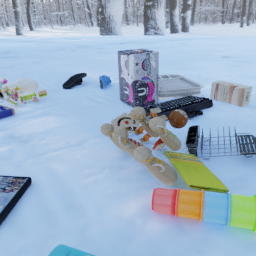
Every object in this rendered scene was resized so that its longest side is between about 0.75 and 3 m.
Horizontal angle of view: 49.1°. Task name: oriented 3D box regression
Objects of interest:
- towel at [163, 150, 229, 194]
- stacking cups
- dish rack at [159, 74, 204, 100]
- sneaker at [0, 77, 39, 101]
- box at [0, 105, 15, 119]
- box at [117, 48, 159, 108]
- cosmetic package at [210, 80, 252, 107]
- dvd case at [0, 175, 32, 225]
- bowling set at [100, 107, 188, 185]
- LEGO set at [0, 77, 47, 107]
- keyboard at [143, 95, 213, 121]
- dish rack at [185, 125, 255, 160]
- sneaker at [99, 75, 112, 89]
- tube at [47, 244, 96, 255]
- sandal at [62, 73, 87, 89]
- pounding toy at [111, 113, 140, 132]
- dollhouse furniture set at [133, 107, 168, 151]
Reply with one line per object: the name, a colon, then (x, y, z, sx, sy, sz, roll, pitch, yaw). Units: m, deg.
towel: (1.352, 0.898, 5.974, 0.821, 0.172, 1.907, 9, 13, -9)
stacking cups: (1.518, 1.348, 4.862, 2.178, 0.659, 0.659, 5, 23, 18)
dish rack: (1.838, -1.850, 12.626, 2.333, 0.592, 2.718, -6, 23, -16)
sneaker: (-4.836, -1.525, 11.773, 2.113, 0.823, 1.050, -11, 30, -3)
box: (-4.924, -0.428, 9.607, 1.033, 0.276, 1.705, 14, 28, 31)
box: (0.395, -1.970, 10.982, 1.169, 2.038, 1.347, -15, 26, -24)
cosmetic package: (4.165, -1.429, 11.393, 0.641, 0.759, 1.468, -18, 27, -37)
dvd case: (-3.113, 1.337, 5.435, 2.017, 0.177, 1.439, 2, 21, 5)
bowling set: (0.456, -0.001, 6.377, 1.670, 1.288, 2.399, -53, 38, -7)
LEGO set: (-4.132, -1.239, 11.038, 2.004, 0.922, 0.746, 15, 27, -43)
keyboard: (1.919, -0.759, 10.290, 2.931, 0.376, 1.760, -17, 28, -34)
dish rack: (2.444, 0.327, 7.258, 1.771, 0.483, 1.358, -4, 21, 19)
sneaker: (-1.114, -2.320, 13.855, 0.599, 0.504, 1.529, -3, 22, -2)
tube: (0.299, 2.089, 3.126, 2.759, 0.695, 1.068, 12, 35, 17)
sandal: (-2.681, -2.314, 14.099, 0.675, 0.430, 1.796, 11, 37, 23)
pounding toy: (-0.073, -0.009, 8.562, 0.647, 0.650, 1.132, 41, 48, 18)
dollhouse furniture set: (0.641, 0.099, 7.508, 0.509, 0.989, 0.978, -15, 61, -44)
